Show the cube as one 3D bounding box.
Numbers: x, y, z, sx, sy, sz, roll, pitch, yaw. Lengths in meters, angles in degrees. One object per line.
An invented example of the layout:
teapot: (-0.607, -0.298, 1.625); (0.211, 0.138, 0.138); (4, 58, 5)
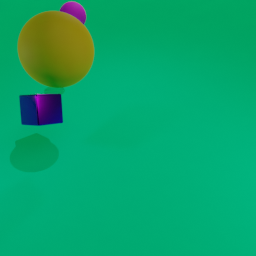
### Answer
cube: (-2.092, -0.452, 6.771); (0.721, 0.721, 0.721); (3, 8, 38)

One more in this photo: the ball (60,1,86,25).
ball: (-1.600, -3.236, 8.102); (0.776, 0.776, 0.776); (0, 37, 0)

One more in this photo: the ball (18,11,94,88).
ball: (-1.231, -1.343, 4.865); (1.278, 1.278, 1.278); (0, 37, 0)
